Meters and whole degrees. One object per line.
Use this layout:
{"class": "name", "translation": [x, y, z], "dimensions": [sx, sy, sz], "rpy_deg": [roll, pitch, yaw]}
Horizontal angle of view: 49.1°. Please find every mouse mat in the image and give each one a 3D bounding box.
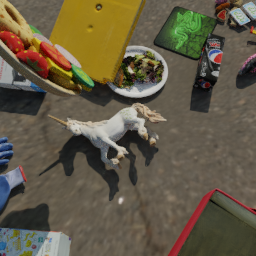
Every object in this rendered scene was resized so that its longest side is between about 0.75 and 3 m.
{"class": "mouse mat", "translation": [2.081, -3.452, 10.001], "dimensions": [1.730, 0.081, 2.150], "rpy_deg": [24, 65, 12]}

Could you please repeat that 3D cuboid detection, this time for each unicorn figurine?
{"class": "unicorn figurine", "translation": [-0.474, 0.119, 7.768], "dimensions": [2.772, 1.024, 1.904], "rpy_deg": [-24, 55, -27]}

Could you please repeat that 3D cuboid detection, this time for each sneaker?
{"class": "sneaker", "translation": [4.245, -2.043, 9.059], "dimensions": [1.497, 0.591, 0.714], "rpy_deg": [-34, 79, -15]}

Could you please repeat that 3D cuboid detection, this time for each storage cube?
{"class": "storage cube", "translation": [1.966, 2.641, 5.533], "dimensions": [1.976, 2.078, 2.312], "rpy_deg": [31, 79, 17]}

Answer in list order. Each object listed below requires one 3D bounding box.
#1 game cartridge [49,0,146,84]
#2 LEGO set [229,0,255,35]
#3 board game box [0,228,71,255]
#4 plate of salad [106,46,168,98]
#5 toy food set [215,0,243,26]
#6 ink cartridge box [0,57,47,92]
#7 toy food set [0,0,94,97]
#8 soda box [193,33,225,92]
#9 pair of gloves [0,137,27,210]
{"class": "game cartridge", "translation": [-1.122, -3.081, 8.902], "dimensions": [2.555, 0.470, 2.899], "rpy_deg": [23, 93, 15]}
{"class": "LEGO set", "translation": [4.886, -3.700, 9.831], "dimensions": [1.635, 0.537, 2.189], "rpy_deg": [-26, 72, -12]}
{"class": "board game box", "translation": [-2.619, 2.901, 6.095], "dimensions": [2.407, 1.240, 1.262], "rpy_deg": [4, 63, 2]}
{"class": "plate of salad", "translation": [0.245, -1.909, 8.971], "dimensions": [2.091, 0.502, 2.091], "rpy_deg": [0, 62, 0]}
{"class": "toy food set", "translation": [3.705, -4.488, 10.450], "dimensions": [1.019, 0.253, 1.603], "rpy_deg": [19, 72, 10]}
{"class": "ink cartridge box", "translation": [-3.218, -1.745, 8.654], "dimensions": [1.451, 0.608, 1.053], "rpy_deg": [7, 85, 3]}
{"class": "toy food set", "translation": [-1.690, -1.460, 5.381], "dimensions": [0.546, 2.222, 2.245], "rpy_deg": [-45, 59, 13]}
{"class": "soda box", "translation": [2.608, -2.117, 8.970], "dimensions": [0.591, 0.660, 1.865], "rpy_deg": [17, 65, 2]}
{"class": "pair of gloves", "translation": [-3.719, 1.263, 7.511], "dimensions": [1.728, 0.245, 2.149], "rpy_deg": [-31, 66, -13]}
